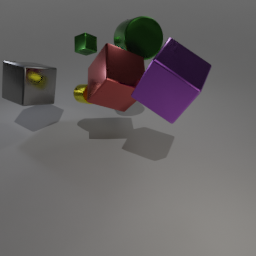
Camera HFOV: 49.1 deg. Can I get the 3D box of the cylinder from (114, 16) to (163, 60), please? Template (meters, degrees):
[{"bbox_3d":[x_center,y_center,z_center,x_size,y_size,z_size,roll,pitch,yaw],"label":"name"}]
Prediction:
[{"bbox_3d":[0.333,-3.134,9.860,1.400,1.400,1.400,-10,19,-15],"label":"cylinder"}]

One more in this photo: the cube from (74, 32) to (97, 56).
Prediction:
[{"bbox_3d":[-1.824,-3.605,12.092,0.700,0.700,0.700,-4,-4,38],"label":"cube"}]

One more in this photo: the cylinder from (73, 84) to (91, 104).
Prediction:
[{"bbox_3d":[-1.480,-1.218,10.002,0.700,0.700,0.700,-25,23,-34],"label":"cylinder"}]

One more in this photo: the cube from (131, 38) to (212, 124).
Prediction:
[{"bbox_3d":[1.170,-1.275,7.591,1.400,1.400,1.400,34,47,-1],"label":"cube"}]

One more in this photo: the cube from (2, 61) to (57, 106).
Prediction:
[{"bbox_3d":[-3.700,-1.685,10.511,1.400,1.400,1.400,19,18,34],"label":"cube"}]

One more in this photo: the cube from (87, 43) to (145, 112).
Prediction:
[{"bbox_3d":[-0.386,-1.557,8.979,1.400,1.400,1.400,13,59,-28],"label":"cube"}]
